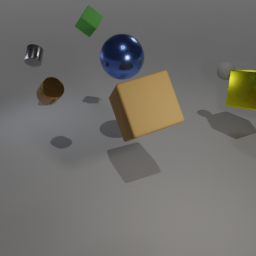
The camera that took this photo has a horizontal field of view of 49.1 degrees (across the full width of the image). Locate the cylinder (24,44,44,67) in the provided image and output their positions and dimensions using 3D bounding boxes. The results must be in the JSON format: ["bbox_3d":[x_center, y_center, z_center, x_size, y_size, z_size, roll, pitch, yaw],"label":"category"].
[{"bbox_3d":[-4.015,-3.090,11.968,0.700,0.700,0.700,2,71,4],"label":"cylinder"}]

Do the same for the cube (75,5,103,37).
[{"bbox_3d":[-1.506,-4.105,10.805,0.700,0.700,0.700,-22,40,57],"label":"cube"}]

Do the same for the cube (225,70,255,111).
[{"bbox_3d":[4.785,-1.434,10.623,1.400,1.400,1.400,-3,13,-36],"label":"cube"}]

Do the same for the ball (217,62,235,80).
[{"bbox_3d":[3.894,-2.253,11.118,0.700,0.700,0.700,0,30,0],"label":"ball"}]

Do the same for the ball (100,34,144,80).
[{"bbox_3d":[-0.185,-2.224,8.802,1.400,1.400,1.400,0,30,0],"label":"ball"}]

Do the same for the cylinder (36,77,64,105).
[{"bbox_3d":[-2.413,-1.133,8.690,0.700,0.700,0.700,-21,-1,-32],"label":"cylinder"}]

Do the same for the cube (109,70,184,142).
[{"bbox_3d":[0.433,-0.540,7.570,1.400,1.400,1.400,-19,-3,-13],"label":"cube"}]
